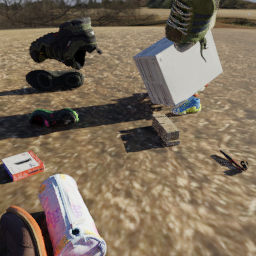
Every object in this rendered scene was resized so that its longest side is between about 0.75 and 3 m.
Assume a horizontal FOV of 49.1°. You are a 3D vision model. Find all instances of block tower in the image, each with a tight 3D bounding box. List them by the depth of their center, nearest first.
[{"bbox_3d":[1.192,0.008,8.956,0.424,0.454,1.571,-6,26,-12],"label":"block tower"}]

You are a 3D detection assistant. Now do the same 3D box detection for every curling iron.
[{"bbox_3d":[2.814,0.839,7.465,0.260,0.134,1.050,-43,30,-3],"label":"curling iron"}]

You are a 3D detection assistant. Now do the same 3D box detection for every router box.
[{"bbox_3d":[-2.677,0.951,7.156,0.786,0.214,0.876,-18,30,-35],"label":"router box"}]

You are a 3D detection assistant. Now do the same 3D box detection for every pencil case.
[{"bbox_3d":[-1.072,1.598,4.953,0.797,0.870,1.917,-29,31,-12],"label":"pencil case"}]

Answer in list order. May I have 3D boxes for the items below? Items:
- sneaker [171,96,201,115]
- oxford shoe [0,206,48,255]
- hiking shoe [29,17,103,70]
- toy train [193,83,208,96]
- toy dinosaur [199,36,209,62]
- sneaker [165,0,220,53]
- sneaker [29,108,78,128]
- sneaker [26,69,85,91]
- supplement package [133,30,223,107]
[{"bbox_3d":[2.216,-0.887,10.653,1.233,0.648,0.467,-9,26,-21],"label":"sneaker"},{"bbox_3d":[-1.585,2.023,4.101,0.886,0.869,2.442,-23,32,-30],"label":"oxford shoe"},{"bbox_3d":[-1.926,-2.220,8.270,2.539,1.278,0.962,-14,16,38],"label":"hiking shoe"},{"bbox_3d":[2.187,-1.689,12.441,2.555,0.711,1.919,8,27,24],"label":"toy train"},{"bbox_3d":[2.312,-2.712,8.695,0.333,1.403,0.618,-5,6,17],"label":"toy dinosaur"},{"bbox_3d":[0.975,-1.772,4.594,0.631,0.845,1.881,46,10,14],"label":"sneaker"},{"bbox_3d":[-2.505,-0.253,9.422,1.769,0.679,0.741,-2,33,16],"label":"sneaker"},{"bbox_3d":[-3.549,-2.358,13.722,2.743,1.042,1.245,2,14,-14],"label":"sneaker"},{"bbox_3d":[2.024,-2.507,11.110,2.795,2.177,1.550,-36,26,-20],"label":"supplement package"}]
